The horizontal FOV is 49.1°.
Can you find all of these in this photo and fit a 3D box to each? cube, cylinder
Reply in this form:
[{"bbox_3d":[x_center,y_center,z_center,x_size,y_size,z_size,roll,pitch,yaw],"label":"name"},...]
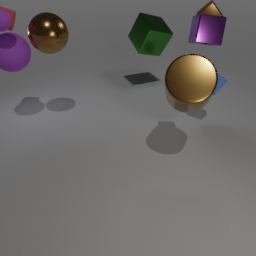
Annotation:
[{"bbox_3d":[3.013,-4.170,10.336,0.700,0.700,0.700,-34,18,30],"label":"cube"},{"bbox_3d":[3.290,-1.758,10.941,0.700,0.700,0.700,39,3,2],"label":"cube"},{"bbox_3d":[-4.382,-3.863,9.832,0.700,0.700,0.700,12,27,-17],"label":"cylinder"},{"bbox_3d":[1.781,-1.236,8.120,1.400,1.400,1.400,5,-6,9],"label":"cylinder"},{"bbox_3d":[2.077,-2.573,7.393,0.700,0.700,0.700,5,17,-6],"label":"cube"},{"bbox_3d":[1.089,-4.585,13.824,1.400,1.400,1.400,-3,54,-34],"label":"cube"}]

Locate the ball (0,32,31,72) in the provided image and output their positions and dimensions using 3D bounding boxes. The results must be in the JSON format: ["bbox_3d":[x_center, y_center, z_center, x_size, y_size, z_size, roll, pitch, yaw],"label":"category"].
[{"bbox_3d":[-4.275,-2.755,10.216,1.400,1.400,1.400,0,30,0],"label":"ball"}]

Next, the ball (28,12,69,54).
[{"bbox_3d":[-2.811,-3.342,9.913,1.400,1.400,1.400,0,30,0],"label":"ball"}]

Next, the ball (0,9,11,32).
[{"bbox_3d":[-4.122,-3.454,8.968,0.700,0.700,0.700,0,30,0],"label":"ball"}]
